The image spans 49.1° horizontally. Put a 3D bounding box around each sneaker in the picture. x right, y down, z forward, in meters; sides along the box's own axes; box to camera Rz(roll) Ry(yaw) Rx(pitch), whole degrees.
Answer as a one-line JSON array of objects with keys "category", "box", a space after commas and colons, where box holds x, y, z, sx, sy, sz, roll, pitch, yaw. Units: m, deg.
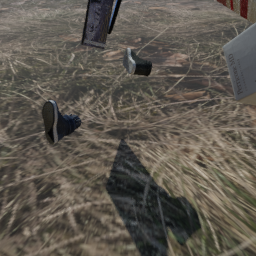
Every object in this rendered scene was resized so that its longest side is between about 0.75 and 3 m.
[{"category": "sneaker", "box": [-1.226, -0.212, 5.301, 0.369, 0.971, 0.701, 37, 48, 26]}, {"category": "sneaker", "box": [0.253, -1.677, 7.253, 0.624, 0.444, 1.257, 9, 33, -19]}]

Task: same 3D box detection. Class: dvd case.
[{"category": "dvd case", "box": [-0.848, -3.181, 8.119, 0.133, 1.661, 1.235, 19, 16, 20]}]

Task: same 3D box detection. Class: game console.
[{"category": "game console", "box": [-0.492, -3.039, 5.937, 1.045, 1.579, 1.795, -36, 22, 12]}]

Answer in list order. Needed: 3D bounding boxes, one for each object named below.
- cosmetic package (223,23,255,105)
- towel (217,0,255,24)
[{"category": "cosmetic package", "box": [2.865, -1.252, 5.160, 1.272, 1.529, 1.280, 5, 68, -31]}, {"category": "towel", "box": [3.184, -3.147, 7.257, 2.252, 0.256, 1.622, 41, 16, 16]}]
